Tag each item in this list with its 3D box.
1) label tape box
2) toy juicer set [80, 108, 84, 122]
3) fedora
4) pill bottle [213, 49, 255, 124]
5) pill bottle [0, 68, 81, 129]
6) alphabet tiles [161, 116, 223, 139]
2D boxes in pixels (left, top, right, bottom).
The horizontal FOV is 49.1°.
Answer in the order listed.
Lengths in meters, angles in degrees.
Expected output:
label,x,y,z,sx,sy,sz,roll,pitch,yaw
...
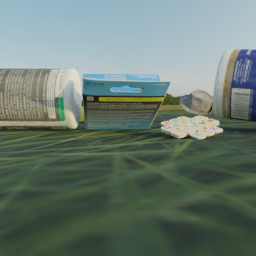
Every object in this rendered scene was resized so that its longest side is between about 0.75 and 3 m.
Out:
label,x,y,z,sx,sy,sz,roll,pitch,yaw
label tape box,-0.144,-0.655,5.792,1.550,0.715,2.163,0,-24,-7
toy juicer set,-0.512,-0.648,10.718,2.848,0.775,1.812,-1,0,-35
fedora,2.513,-0.992,9.939,1.229,0.555,1.087,9,44,-12
pill bottle,3.459,-0.804,5.873,2.953,1.639,1.639,10,8,29
pill bottle,-2.339,-0.655,6.299,2.412,1.364,1.364,0,4,0
alphabet tiles,1.090,-0.036,4.886,0.991,0.072,0.969,-16,24,-29
